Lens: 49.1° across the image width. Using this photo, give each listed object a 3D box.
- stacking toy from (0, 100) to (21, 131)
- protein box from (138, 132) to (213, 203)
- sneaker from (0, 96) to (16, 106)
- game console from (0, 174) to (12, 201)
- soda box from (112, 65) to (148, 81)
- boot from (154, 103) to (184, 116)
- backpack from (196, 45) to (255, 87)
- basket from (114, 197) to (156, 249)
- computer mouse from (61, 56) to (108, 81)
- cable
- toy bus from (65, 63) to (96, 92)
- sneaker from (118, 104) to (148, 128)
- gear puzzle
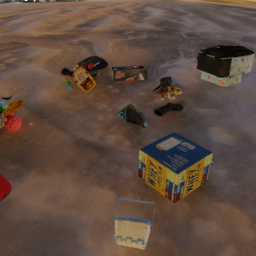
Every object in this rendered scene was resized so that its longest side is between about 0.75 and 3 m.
[{"bbox_3d":[-4.746,-0.480,10.559,2.087,0.891,0.891,30,42,29],"label":"stacking toy"},{"bbox_3d":[1.271,1.017,7.724,1.435,0.968,1.425,-23,38,-34],"label":"protein box"},{"bbox_3d":[-5.351,-1.076,11.689,1.290,0.529,0.482,-18,35,-28],"label":"sneaker"},{"bbox_3d":[-4.834,1.893,6.959,2.380,1.639,2.762,40,40,4],"label":"game console"},{"bbox_3d":[0.092,-2.844,14.551,1.827,0.647,0.579,-4,28,-5],"label":"soda box"},{"bbox_3d":[1.644,-0.730,11.279,0.815,0.324,0.988,11,25,42],"label":"boot"},{"bbox_3d":[4.872,-3.137,13.807,2.440,1.870,2.145,-23,31,-23],"label":"backpack"},{"bbox_3d":[0.105,2.060,6.134,0.891,0.703,1.010,7,62,10],"label":"basket"},{"bbox_3d":[-2.055,-3.416,15.489,2.964,0.682,2.081,-26,39,-36],"label":"computer mouse"},{"bbox_3d":[1.722,-1.851,13.292,1.257,0.651,2.588,-17,18,5],"label":"cable"},{"bbox_3d":[-2.136,-2.380,13.598,1.491,0.816,1.580,-6,52,39],"label":"toy bus"},{"bbox_3d":[0.205,-0.346,10.583,0.648,0.579,1.582,-30,34,-12],"label":"sneaker"},{"bbox_3d":[-4.841,-0.218,9.399,2.948,0.386,1.527,-27,38,-6],"label":"gear puzzle"}]
